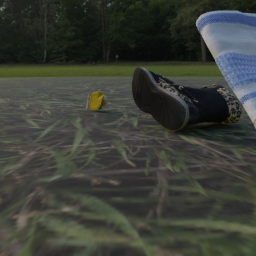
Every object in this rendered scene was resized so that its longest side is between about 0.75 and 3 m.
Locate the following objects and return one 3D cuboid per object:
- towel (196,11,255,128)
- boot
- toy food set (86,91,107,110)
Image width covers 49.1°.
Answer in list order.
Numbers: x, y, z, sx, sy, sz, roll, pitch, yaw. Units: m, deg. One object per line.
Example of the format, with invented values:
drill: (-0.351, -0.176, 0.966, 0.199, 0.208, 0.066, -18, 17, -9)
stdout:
towel: (2.024, -0.442, 3.089, 1.913, 0.310, 2.605, -5, 56, -18)
boot: (1.471, -0.861, 7.663, 2.145, 1.042, 2.849, -2, 27, -25)
toy food set: (-1.048, -0.929, 9.806, 0.355, 0.639, 1.086, 6, -1, -34)
